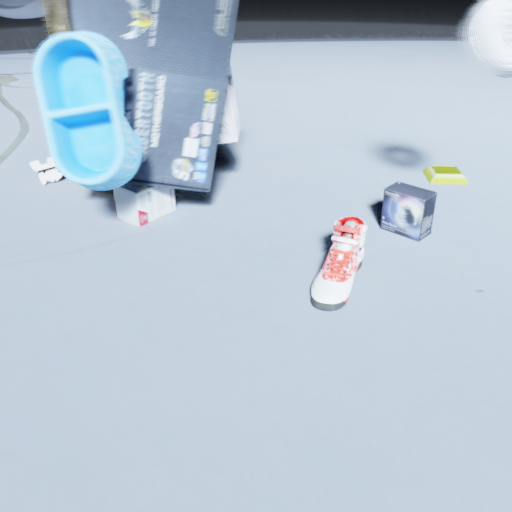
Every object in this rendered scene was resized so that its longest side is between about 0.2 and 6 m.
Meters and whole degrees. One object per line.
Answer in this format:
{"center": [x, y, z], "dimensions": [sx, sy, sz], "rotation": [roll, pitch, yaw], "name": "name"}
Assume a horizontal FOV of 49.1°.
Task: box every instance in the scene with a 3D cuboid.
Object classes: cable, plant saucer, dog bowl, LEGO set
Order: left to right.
{"center": [-2.965, -2.502, 9.714], "dimensions": [1.550, 2.781, 0.689], "rotation": [-8, 9, 7], "name": "dog bowl"}
{"center": [-4.249, -2.276, 14.240], "dimensions": [2.574, 1.056, 0.982], "rotation": [-21, 4, -25], "name": "LEGO set"}
{"center": [4.915, -2.135, 14.541], "dimensions": [0.982, 0.235, 0.980], "rotation": [1, 29, 3], "name": "plant saucer"}
{"center": [4.349, -3.824, 9.821], "dimensions": [1.377, 1.377, 0.477], "rotation": [-62, 16, -21], "name": "cable"}

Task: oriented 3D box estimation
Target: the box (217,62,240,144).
{"center": [-1.548, -4.129, 12.319], "dimensions": [1.965, 3.369, 1.013], "rotation": [-6, 30, 4], "name": "box"}

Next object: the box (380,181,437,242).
{"center": [3.143, -0.933, 11.629], "dimensions": [0.952, 0.944, 0.586], "rotation": [23, 36, 37], "name": "box"}

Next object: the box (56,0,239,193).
{"center": [-2.200, -3.459, 11.128], "dimensions": [3.178, 4.030, 1.028], "rotation": [8, 23, -10], "name": "box"}

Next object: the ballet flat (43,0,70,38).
{"center": [-3.489, -4.003, 9.875], "dimensions": [0.524, 1.554, 0.360], "rotation": [7, 31, 12], "name": "ballet flat"}

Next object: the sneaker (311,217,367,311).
{"center": [1.437, 0.035, 9.726], "dimensions": [0.675, 1.084, 2.023], "rotation": [12, 31, 20], "name": "sneaker"}

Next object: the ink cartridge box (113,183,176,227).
{"center": [-2.454, -1.279, 12.396], "dimensions": [0.801, 0.805, 1.107], "rotation": [21, 35, 33], "name": "ink cartridge box"}
